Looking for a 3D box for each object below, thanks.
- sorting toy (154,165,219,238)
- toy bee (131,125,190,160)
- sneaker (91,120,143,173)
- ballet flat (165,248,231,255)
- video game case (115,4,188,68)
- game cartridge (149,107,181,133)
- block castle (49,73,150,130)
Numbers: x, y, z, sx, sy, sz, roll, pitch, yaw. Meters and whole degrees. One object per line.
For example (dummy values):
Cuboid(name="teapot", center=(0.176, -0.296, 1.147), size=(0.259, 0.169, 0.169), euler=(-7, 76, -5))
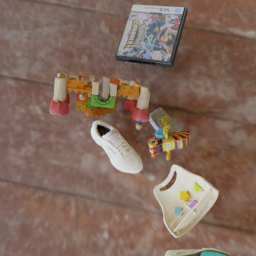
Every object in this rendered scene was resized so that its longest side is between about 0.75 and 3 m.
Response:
Cuboid(name="sorting toy", center=(1.522, 1.890, 7.961), size=(1.533, 0.910, 1.703), euler=(44, 102, 33))
Cuboid(name="toy bee", center=(0.954, 0.510, 7.955), size=(1.659, 0.902, 1.086), euler=(-24, 115, 21))
Cuboid(name="sneaker", center=(-0.376, 0.570, 8.275), size=(2.027, 1.009, 0.759), euler=(43, 75, 8))
Cuboid(name="ballet flat", center=(1.926, 3.528, 7.692), size=(1.893, 0.590, 0.638), euler=(-3, 98, 7))
Cuboid(name="video game case", center=(0.738, -2.951, 8.820), size=(1.842, 0.260, 2.039), euler=(12, 76, 19))
Cuboid(name="game cartridge", center=(1.096, -0.124, 8.631), size=(0.669, 0.203, 1.003), euler=(-35, 78, -30))
Cuboid(name="block castle", center=(-0.812, -0.764, 7.989), size=(2.673, 1.786, 1.254), euler=(4, 106, -13))
